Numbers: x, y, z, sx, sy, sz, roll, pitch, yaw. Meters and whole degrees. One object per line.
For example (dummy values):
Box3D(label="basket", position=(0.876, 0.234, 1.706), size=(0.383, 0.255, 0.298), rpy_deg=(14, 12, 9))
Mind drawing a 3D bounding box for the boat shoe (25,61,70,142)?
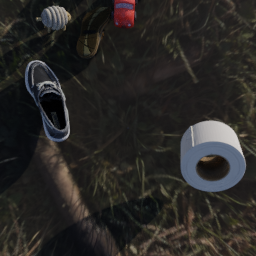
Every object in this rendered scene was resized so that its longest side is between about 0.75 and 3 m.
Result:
Box3D(label="boat shoe", position=(-2.225, -0.898, 7.771), size=(0.918, 0.868, 2.560), rpy_deg=(-13, 72, -22))

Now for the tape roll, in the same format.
Box3D(label="tape roll", position=(2.085, 0.709, 7.074), size=(1.513, 1.039, 1.513), rpy_deg=(4, 120, 8))

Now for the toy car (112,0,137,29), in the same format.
Box3D(label="toy car", position=(-0.296, -4.703, 8.345), size=(2.670, 0.633, 2.838), rpy_deg=(35, 81, 5))

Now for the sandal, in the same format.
Box3D(label="sandal", position=(-0.980, -2.801, 8.325), size=(0.795, 0.531, 1.946), rpy_deg=(6, 68, 12))

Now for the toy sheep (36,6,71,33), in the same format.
Box3D(label="toy sheep", position=(-2.169, -3.207, 8.216), size=(1.061, 0.731, 0.731), rpy_deg=(-24, 83, -31))
